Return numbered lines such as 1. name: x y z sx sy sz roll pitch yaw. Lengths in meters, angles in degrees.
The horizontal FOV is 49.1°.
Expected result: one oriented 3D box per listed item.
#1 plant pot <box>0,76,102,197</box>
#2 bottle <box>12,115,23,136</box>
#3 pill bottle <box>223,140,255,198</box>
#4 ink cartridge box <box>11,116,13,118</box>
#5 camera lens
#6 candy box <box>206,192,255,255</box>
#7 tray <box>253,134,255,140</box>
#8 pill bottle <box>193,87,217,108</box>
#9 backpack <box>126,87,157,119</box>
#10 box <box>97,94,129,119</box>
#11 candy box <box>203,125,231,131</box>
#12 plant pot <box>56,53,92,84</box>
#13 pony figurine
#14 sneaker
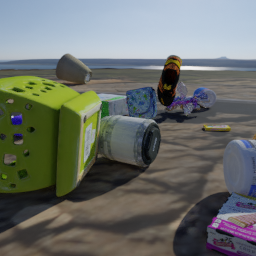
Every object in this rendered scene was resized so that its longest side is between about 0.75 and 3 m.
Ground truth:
1. plant pot: -1.880 0.139 6.543 2.131 2.348 2.336 10 16 7
2. bottle: -3.592 -0.299 10.940 0.935 0.731 2.240 3 16 15
3. pill bottle: 3.216 0.844 5.788 2.148 1.222 1.222 0 15 0
4. ink cartridge box: -4.901 -0.103 10.663 1.196 0.498 0.868 -9 17 -29
5. camera lens: 0.024 0.323 7.640 1.569 1.255 1.255 9 17 29
6. candy box: 1.958 1.593 4.568 0.931 0.416 1.365 9 17 34
7. tray: 4.840 0.502 8.841 1.637 0.303 0.808 7 17 28
8. pill bottle: 4.281 -1.800 15.968 1.003 1.003 1.787 -1 15 -3
9. backpack: 0.553 -0.964 11.706 1.264 1.381 1.015 -7 4 17
10. box: -1.083 -1.034 13.382 1.882 0.910 1.661 10 20 36
11. candy box: 3.507 -0.011 11.052 0.965 0.127 0.493 1 18 4
12. plant pot: -4.979 -5.385 26.930 2.837 2.657 2.657 27 23 14
13. pony figurine: 2.950 -1.304 13.820 1.957 1.629 1.889 -9 -15 -18
14. sneaker: 1.664 -1.788 11.913 0.868 2.483 1.117 14 43 9
